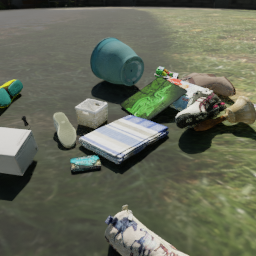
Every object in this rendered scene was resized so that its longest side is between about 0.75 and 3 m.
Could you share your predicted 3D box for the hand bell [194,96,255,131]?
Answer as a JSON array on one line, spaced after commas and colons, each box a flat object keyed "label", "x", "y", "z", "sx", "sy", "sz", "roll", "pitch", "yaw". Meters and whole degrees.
[{"label": "hand bell", "x": 3.394, "y": -0.309, "z": 10.199, "sx": 2.130, "sy": 1.109, "sz": 1.109, "roll": -20, "pitch": 33, "yaw": -8}]

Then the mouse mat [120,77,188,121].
[{"label": "mouse mat", "x": 1.024, "y": -1.219, "z": 11.447, "sx": 2.326, "sy": 0.088, "sz": 1.871, "roll": -37, "pitch": 44, "yaw": -14}]

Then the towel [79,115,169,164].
[{"label": "towel", "x": -0.095, "y": 0.281, "z": 9.480, "sx": 1.956, "sy": 0.317, "sz": 2.664, "roll": 21, "pitch": 34, "yaw": 36}]

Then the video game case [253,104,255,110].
[{"label": "video game case", "x": 4.950, "y": -0.785, "z": 11.485, "sx": 1.060, "sy": 0.190, "sz": 0.961, "roll": 22, "pitch": 36, "yaw": 34}]

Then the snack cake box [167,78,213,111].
[{"label": "snack cake box", "x": 2.290, "y": -1.400, "z": 11.992, "sx": 1.302, "sy": 0.760, "sz": 2.263, "roll": -23, "pitch": 36, "yaw": -31}]

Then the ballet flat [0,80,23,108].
[{"label": "ballet flat", "x": -5.436, "y": -1.422, "z": 12.174, "sx": 0.843, "sy": 0.840, "sz": 2.514, "roll": -17, "pitch": 24, "yaw": 14}]

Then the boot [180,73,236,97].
[{"label": "boot", "x": 3.553, "y": -1.918, "z": 13.014, "sx": 1.777, "sy": 0.854, "sz": 2.431, "roll": -13, "pitch": 30, "yaw": -10}]

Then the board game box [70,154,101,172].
[{"label": "board game box", "x": -1.263, "y": 1.040, "z": 8.303, "sx": 0.871, "sy": 0.123, "sz": 0.589, "roll": -7, "pitch": 30, "yaw": -12}]

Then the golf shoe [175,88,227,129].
[{"label": "golf shoe", "x": 2.464, "y": -0.716, "z": 10.221, "sx": 2.562, "sy": 0.989, "sz": 1.128, "roll": -18, "pitch": 72, "yaw": -40}]

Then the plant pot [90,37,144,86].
[{"label": "plant pot", "x": -0.378, "y": -3.082, "z": 13.725, "sx": 2.176, "sy": 2.176, "sz": 2.044, "roll": -22, "pitch": 42, "yaw": -34}]

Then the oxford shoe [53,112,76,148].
[{"label": "oxford shoe", "x": -2.190, "y": 0.112, "z": 9.664, "sx": 0.615, "sy": 0.472, "sz": 1.636, "roll": -11, "pitch": 46, "yaw": -26}]

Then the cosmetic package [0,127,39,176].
[{"label": "cosmetic package", "x": -3.851, "y": 0.616, "z": 8.154, "sx": 2.052, "sy": 0.870, "sz": 1.104, "roll": 4, "pitch": 41, "yaw": 9}]

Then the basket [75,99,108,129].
[{"label": "basket", "x": -1.341, "y": -0.556, "z": 10.514, "sx": 0.911, "sy": 0.739, "sz": 0.919, "roll": 14, "pitch": 33, "yaw": 23}]

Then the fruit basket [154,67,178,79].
[{"label": "fruit basket", "x": 2.058, "y": -2.906, "z": 14.922, "sx": 1.159, "sy": 0.543, "sz": 1.073, "roll": 11, "pitch": 31, "yaw": 13}]

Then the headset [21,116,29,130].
[{"label": "headset", "x": -3.619, "y": 0.235, "z": 9.205, "sx": 0.846, "sy": 0.644, "sz": 1.370, "roll": 5, "pitch": 41, "yaw": 8}]

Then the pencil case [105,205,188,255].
[{"label": "pencil case", "x": 0.370, "y": 2.290, "z": 5.340, "sx": 1.850, "sy": 0.827, "sz": 0.720, "roll": 25, "pitch": 16, "yaw": 37}]
